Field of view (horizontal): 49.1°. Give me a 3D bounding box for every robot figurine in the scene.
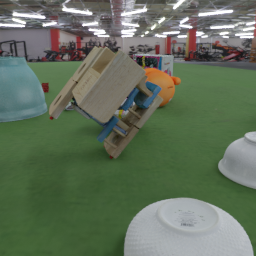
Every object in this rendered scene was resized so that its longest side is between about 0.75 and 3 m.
[{"bbox_3d":[1.040,-1.677,11.558,1.806,1.464,2.511,18,13,-14],"label":"robot figurine"}]

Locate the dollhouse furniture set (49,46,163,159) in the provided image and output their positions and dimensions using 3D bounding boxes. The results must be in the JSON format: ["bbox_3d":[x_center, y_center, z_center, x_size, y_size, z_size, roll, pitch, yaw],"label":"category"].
[{"bbox_3d":[-0.306,-0.288,5.257,1.705,1.695,2.419,36,5,-23],"label":"dollhouse furniture set"}]

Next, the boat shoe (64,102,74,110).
[{"bbox_3d":[-1.980,-0.882,10.773,1.020,0.376,0.327,-16,28,-33],"label":"boat shoe"}]

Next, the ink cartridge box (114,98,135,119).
[{"bbox_3d":[-0.151,-0.551,8.143,1.465,0.627,1.081,2,-10,-9],"label":"ink cartridge box"}]

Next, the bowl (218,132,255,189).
[{"bbox_3d":[2.585,0.517,5.319,1.607,0.722,1.607,1,16,0],"label":"bowl"}]

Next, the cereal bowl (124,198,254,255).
[{"bbox_3d":[0.669,1.212,3.160,1.429,0.595,1.429,1,16,0],"label":"cereal bowl"}]

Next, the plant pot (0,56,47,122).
[{"bbox_3d":[-4.521,-1.524,10.016,2.995,2.007,2.995,-1,16,0],"label":"plant pot"}]

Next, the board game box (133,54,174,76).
[{"bbox_3d":[1.279,-2.977,15.135,0.835,1.916,2.597,-11,19,-33],"label":"board game box"}]

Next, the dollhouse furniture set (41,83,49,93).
[{"bbox_3d":[-4.776,-2.137,14.859,1.120,0.456,0.603,-4,17,-15],"label":"dollhouse furniture set"}]
